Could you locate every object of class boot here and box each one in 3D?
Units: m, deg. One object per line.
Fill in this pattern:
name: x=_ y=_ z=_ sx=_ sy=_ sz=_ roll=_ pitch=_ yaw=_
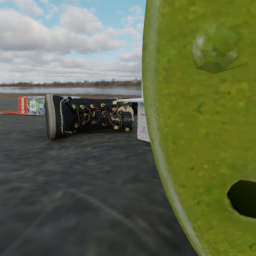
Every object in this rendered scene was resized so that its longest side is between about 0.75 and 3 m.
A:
boot: x=-0.781 y=-0.273 z=6.088 sx=1.822 sy=0.885 sz=2.420 roll=-2 pitch=1 yaw=-7

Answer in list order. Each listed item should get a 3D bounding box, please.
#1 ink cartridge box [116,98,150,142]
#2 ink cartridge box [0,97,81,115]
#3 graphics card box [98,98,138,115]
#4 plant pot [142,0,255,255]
ink cartridge box: x=1.107 y=-0.144 z=5.077 sx=2.379 sy=0.807 sz=1.370 roll=-5 pitch=9 yaw=-33
ink cartridge box: x=-3.686 y=-0.973 z=11.834 sx=2.987 sy=0.752 sz=1.628 roll=3 pitch=8 yaw=16
graphics card box: x=-0.756 y=-0.934 z=12.005 sx=1.645 sy=0.667 sz=2.623 roll=-4 pitch=9 yaw=-30
plant pot: x=1.351 y=-0.465 z=1.461 sx=2.830 sy=2.830 sz=2.724 roll=3 pitch=19 yaw=23
